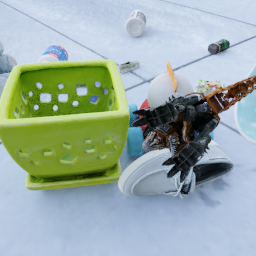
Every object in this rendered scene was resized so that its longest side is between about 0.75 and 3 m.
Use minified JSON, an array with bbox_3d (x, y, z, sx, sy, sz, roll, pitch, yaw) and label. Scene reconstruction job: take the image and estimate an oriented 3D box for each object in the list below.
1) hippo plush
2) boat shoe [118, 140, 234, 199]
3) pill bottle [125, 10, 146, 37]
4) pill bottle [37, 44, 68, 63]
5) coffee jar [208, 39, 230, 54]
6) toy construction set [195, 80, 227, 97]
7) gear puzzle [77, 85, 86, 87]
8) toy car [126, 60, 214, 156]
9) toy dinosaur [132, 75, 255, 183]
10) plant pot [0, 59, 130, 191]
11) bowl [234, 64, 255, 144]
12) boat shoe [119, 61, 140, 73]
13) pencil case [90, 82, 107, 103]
[{"bbox_3d":[-5.189,-1.566,9.403,2.236,2.215,2.781,-24,17,19],"label":"hippo plush"},{"bbox_3d":[1.216,1.033,6.450,2.866,1.000,1.021,-15,36,-22],"label":"boat shoe"},{"bbox_3d":[0.455,-5.543,14.719,0.983,0.983,1.727,5,38,6],"label":"pill bottle"},{"bbox_3d":[-2.974,-2.529,10.961,0.958,0.958,1.707,2,38,2],"label":"pill bottle"},{"bbox_3d":[4.168,-3.748,12.890,1.055,0.450,0.550,-28,45,-30],"label":"coffee jar"},{"bbox_3d":[2.989,-1.450,9.928,1.198,0.552,0.786,15,16,6],"label":"toy construction set"},{"bbox_3d":[-1.966,-2.161,11.060,0.975,0.246,1.882,-4,39,-5],"label":"gear puzzle"},{"bbox_3d":[1.048,-0.723,7.462,2.292,2.487,2.199,-3,39,-4],"label":"toy car"},{"bbox_3d":[0.885,-0.160,4.177,1.110,2.173,1.475,39,41,15],"label":"toy dinosaur"},{"bbox_3d":[-1.365,-0.022,6.716,2.561,2.324,2.548,-6,38,-7],"label":"plant pot"},{"bbox_3d":[3.163,-0.550,4.372,1.375,2.628,2.628,31,37,-13],"label":"bowl"},{"bbox_3d":[0.081,-2.579,11.507,1.113,0.345,0.401,-31,48,-33],"label":"boat shoe"},{"bbox_3d":[-0.995,-1.221,9.646,0.559,0.622,1.432,36,35,-20],"label":"pencil case"}]
